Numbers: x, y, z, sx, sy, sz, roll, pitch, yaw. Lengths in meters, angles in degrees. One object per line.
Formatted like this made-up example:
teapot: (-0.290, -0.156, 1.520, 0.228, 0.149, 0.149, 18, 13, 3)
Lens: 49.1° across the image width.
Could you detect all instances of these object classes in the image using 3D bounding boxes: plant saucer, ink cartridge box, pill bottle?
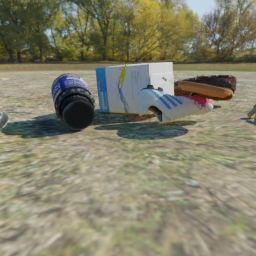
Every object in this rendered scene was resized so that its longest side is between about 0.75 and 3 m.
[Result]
plant saucer: (2.151, -1.086, 7.985, 1.492, 0.241, 1.492, 11, 7, -1)
ink cartridge box: (0.276, -1.442, 9.998, 2.258, 1.633, 1.662, 5, 16, 37)
pill bottle: (-1.611, -0.791, 8.285, 1.165, 1.165, 2.082, -4, 28, -18)

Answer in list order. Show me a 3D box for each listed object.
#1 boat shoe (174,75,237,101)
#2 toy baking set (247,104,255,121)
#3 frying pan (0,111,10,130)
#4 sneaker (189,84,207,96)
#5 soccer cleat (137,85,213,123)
boat shoe: (3.247, -1.814, 12.377, 2.964, 1.042, 1.043, 7, -27, 31)
toy baking set: (5.007, -0.917, 8.724, 2.514, 0.293, 1.930, -39, 17, -19)
frying pan: (-3.789, -0.233, 7.364, 1.110, 0.299, 1.835, -32, 39, -22)
sneaker: (2.754, -1.481, 11.074, 0.815, 0.311, 0.467, -36, 17, 4)
soccer cleat: (1.416, -0.548, 8.526, 2.410, 1.040, 0.842, 10, -17, -11)
